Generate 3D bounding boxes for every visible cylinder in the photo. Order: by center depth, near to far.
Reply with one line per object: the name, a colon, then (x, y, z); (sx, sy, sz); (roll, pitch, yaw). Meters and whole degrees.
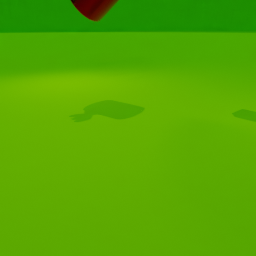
cylinder: (-0.978, -4.429, 9.000); (1.387, 1.387, 1.387); (-35, 0, 33)
